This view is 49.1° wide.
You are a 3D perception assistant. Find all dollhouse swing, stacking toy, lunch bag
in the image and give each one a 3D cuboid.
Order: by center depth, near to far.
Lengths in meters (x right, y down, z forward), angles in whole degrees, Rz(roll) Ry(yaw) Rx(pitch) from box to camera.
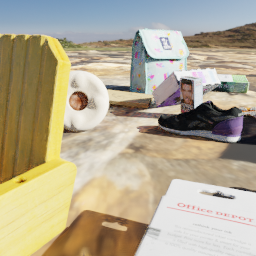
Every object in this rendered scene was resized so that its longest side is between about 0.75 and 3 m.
[{"bbox_3d":[-2.336,0.126,3.460,2.791,2.454,2.537,13,23,31],"label":"dollhouse swing"},{"bbox_3d":[-1.327,-0.699,8.049,1.564,1.564,2.140,-1,1,-4],"label":"stacking toy"},{"bbox_3d":[1.284,-2.753,11.600,2.188,2.568,1.566,-9,21,-27],"label":"lunch bag"}]

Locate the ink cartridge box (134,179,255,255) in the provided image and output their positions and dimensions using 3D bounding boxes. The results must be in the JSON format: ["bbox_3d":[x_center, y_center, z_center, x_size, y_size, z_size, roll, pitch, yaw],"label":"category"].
[{"bbox_3d":[0.732,1.332,2.620,1.194,0.688,2.062,7,20,20],"label":"ink cartridge box"}]

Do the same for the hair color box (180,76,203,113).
[{"bbox_3d":[1.858,-0.890,8.233,0.364,1.199,0.594,-17,24,-29],"label":"hair color box"}]

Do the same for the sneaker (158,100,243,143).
[{"bbox_3d":[1.777,-0.292,7.002,2.071,0.907,0.784,9,21,23],"label":"sneaker"}]

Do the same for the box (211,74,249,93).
[{"bbox_3d":[3.967,-2.117,12.959,2.870,0.522,2.071,5,20,17],"label":"box"}]

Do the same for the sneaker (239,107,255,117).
[{"bbox_3d":[3.733,-0.504,8.599,0.792,0.310,0.306,9,3,9],"label":"sneaker"}]

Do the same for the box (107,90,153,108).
[{"bbox_3d":[-0.046,-1.076,10.222,1.808,0.192,1.478,8,20,9],"label":"box"}]

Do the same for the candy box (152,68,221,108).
[{"bbox_3d":[1.933,-1.346,9.417,1.740,0.622,1.459,-10,-16,-27],"label":"candy box"}]
